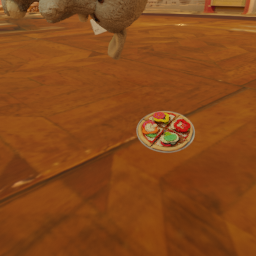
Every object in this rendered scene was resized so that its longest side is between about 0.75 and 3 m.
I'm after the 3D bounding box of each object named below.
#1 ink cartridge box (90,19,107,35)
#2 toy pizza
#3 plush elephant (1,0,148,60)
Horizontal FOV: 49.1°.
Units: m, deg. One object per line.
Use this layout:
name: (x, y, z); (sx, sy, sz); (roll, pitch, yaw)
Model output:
ink cartridge box: (-0.620, -3.138, 8.330); (0.772, 0.444, 1.063); (-17, 21, 10)
toy pizza: (0.534, 0.010, 3.978); (0.825, 0.131, 0.825); (-2, 45, 2)
plush elephant: (-0.387, -1.340, 2.508); (1.685, 1.388, 1.304); (-12, 60, -21)
